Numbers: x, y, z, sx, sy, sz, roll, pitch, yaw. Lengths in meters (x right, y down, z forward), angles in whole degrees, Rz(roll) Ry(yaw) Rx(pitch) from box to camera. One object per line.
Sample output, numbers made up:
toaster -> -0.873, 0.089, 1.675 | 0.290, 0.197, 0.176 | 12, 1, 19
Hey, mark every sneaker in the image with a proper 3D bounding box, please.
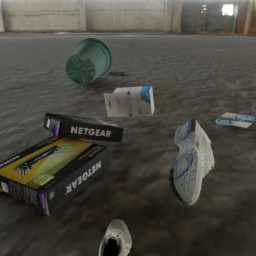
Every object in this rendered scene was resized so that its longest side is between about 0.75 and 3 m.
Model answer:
sneaker -> 1.667, 0.804, 6.727 | 1.028, 0.879, 2.361 | 37, 46, -19
sneaker -> -0.207, 1.928, 4.699 | 0.512, 0.623, 1.354 | 2, 23, 3

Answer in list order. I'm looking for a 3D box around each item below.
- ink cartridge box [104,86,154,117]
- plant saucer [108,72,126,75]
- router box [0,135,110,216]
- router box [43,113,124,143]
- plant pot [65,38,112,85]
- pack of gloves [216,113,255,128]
ink cartridge box -> 0.061, -1.002, 10.646 | 1.752, 1.015, 0.584 | 0, 28, 15
plant saucer -> -0.739, -3.636, 18.607 | 1.192, 0.113, 0.417 | 4, 23, 10
router box -> -1.841, 0.980, 6.937 | 1.841, 0.612, 2.342 | 12, 26, 26
router box -> -1.359, -0.015, 8.464 | 2.011, 0.513, 1.500 | 7, 6, -31
plant pot -> -2.404, -3.738, 16.310 | 2.408, 2.408, 2.359 | 5, 31, 12
pack of gloves -> 4.019, -0.212, 10.428 | 1.316, 0.260, 1.105 | 13, 31, 44
